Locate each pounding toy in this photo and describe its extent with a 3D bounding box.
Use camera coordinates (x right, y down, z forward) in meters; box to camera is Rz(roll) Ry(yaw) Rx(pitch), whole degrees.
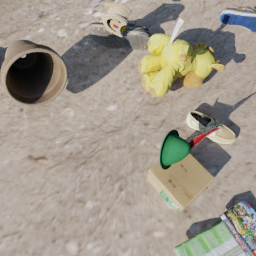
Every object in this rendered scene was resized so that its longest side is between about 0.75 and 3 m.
[{"bbox_3d":[-0.319,-4.405,10.630,1.091,1.908,1.095,21,83,12],"label":"pounding toy"}]

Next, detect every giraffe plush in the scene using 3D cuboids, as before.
[{"bbox_3d":[2.136,-2.435,10.575,2.383,2.939,2.536,8,53,-29],"label":"giraffe plush"}]

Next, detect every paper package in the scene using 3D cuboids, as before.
[{"bbox_3d":[1.634,1.612,8.982,1.539,0.835,1.614,-37,68,-18],"label":"paper package"}]

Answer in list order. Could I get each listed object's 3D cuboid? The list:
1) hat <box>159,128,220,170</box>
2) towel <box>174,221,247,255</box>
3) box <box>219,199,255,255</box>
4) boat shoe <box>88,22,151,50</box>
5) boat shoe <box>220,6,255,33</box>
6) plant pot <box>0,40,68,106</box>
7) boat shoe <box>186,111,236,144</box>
[{"bbox_3d":[1.721,0.698,7.986,1.257,1.428,1.183,16,28,34],"label":"hat"},{"bbox_3d":[2.688,4.191,7.726,2.002,0.412,2.683,-16,59,-24],"label":"towel"},{"bbox_3d":[3.610,3.026,8.382,1.029,0.284,1.507,-19,62,-27],"label":"box"},{"bbox_3d":[-0.347,-4.086,12.128,2.740,1.020,1.004,11,52,-4],"label":"boat shoe"},{"bbox_3d":[5.425,-5.030,12.615,2.385,0.862,0.863,19,61,10],"label":"boat shoe"},{"bbox_3d":[-3.404,-2.140,9.669,2.138,2.138,1.865,-27,51,-14],"label":"plant pot"},{"bbox_3d":[2.988,-0.052,10.018,1.877,0.610,0.677,29,65,15],"label":"boat shoe"}]
